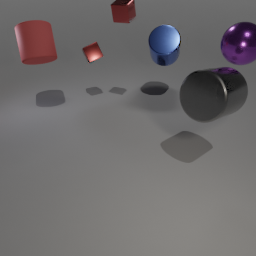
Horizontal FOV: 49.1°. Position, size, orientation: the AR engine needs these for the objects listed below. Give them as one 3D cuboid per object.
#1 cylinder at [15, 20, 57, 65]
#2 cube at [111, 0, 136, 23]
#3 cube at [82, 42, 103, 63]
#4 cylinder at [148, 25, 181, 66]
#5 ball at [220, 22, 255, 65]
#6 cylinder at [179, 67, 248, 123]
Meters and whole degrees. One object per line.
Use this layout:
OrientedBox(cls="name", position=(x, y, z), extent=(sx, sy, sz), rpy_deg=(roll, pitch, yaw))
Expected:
OrientedBox(cls="cylinder", position=(-3.650, -3.373, 11.178), extent=(1.400, 1.400, 1.400), rpy_deg=(-10, 4, 1))
OrientedBox(cls="cube", position=(-0.167, -4.562, 10.876), extent=(0.700, 0.700, 0.700), rpy_deg=(13, 47, 23))
OrientedBox(cls="cube", position=(-1.610, -3.404, 12.659), extent=(0.700, 0.700, 0.700), rpy_deg=(-28, 15, -6))
OrientedBox(cls="cylinder", position=(1.676, -3.737, 12.817), extent=(1.400, 1.400, 1.400), rpy_deg=(5, -7, 9))
OrientedBox(cls="ball", position=(3.837, -2.822, 9.406), extent=(1.400, 1.400, 1.400), rpy_deg=(0, 30, 0))
OrientedBox(cls="cylinder", position=(2.388, -0.956, 7.805), extent=(1.400, 1.400, 1.400), rpy_deg=(25, 29, 37))
